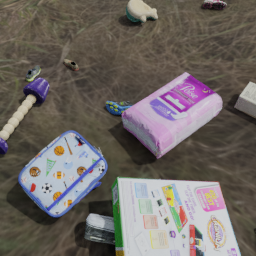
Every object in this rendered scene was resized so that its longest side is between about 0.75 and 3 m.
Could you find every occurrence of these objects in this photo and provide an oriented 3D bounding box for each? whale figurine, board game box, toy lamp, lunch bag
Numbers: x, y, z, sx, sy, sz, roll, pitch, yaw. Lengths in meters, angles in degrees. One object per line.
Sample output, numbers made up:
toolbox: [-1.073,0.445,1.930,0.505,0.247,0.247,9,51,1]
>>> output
whale figurine: [0.615,-5.378,13.123,1.548,0.803,1.231,1,69,-26]
board game box: [1.163,2.438,6.978,2.994,0.604,2.291,6,53,-17]
toy lamp: [-3.645,-0.544,9.514,0.867,0.867,2.978,18,56,12]
lunch bag: [-1.720,1.266,7.885,1.808,0.853,2.256,46,68,3]

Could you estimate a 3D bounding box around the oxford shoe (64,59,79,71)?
oxford shoe: [-2.305,-2.632,11.331,0.801,0.300,0.282,33,61,21]

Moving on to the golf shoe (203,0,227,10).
golf shoe: [4.284,-6.121,13.763,1.121,0.407,0.516,10,55,7]

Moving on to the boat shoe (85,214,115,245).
boat shoe: [-0.171,2.790,7.270,1.966,0.709,0.697,16,88,-1]

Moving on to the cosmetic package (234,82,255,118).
cosmetic package: [4.816,-0.764,9.777,1.808,0.661,0.936,32,61,22]

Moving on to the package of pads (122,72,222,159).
package of pads: [1.470,-0.468,9.251,2.976,1.126,1.793,-33,59,-22]

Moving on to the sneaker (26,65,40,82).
sneaker: [-3.727,-2.195,10.998,0.303,0.332,0.820,15,56,10]

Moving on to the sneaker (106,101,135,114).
sneaker: [-0.195,-0.730,9.953,1.238,0.439,0.513,9,26,14]
